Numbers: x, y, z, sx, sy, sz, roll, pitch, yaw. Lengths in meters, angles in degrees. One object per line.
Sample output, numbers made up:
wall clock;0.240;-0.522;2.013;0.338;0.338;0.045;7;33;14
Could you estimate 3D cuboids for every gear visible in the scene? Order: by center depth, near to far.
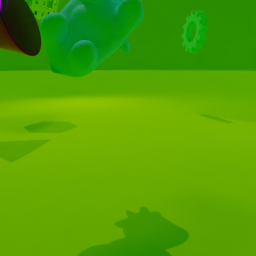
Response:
gear;2.511;-3.628;10.601;0.275;1.487;1.487;0;12;-16

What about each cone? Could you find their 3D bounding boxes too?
cone;-3.389;-2.436;7.174;1.632;1.626;1.626;-12;10;14

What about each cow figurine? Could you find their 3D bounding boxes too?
cow figurine;-0.393;-1.186;3.437;1.572;0.863;1.547;-50;8;-15

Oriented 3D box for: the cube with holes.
cube with holes;-3.104;-4.433;9.569;1.037;1.037;1.037;24;29;9
